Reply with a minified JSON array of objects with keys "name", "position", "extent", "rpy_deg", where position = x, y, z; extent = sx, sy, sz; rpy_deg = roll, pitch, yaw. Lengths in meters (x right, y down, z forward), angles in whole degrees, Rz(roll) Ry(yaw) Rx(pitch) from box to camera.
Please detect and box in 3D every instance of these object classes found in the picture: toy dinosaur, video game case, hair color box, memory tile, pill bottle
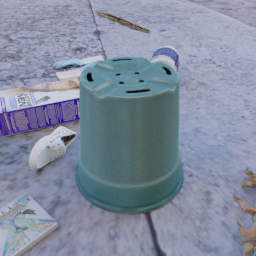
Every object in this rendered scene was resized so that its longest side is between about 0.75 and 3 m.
[{"name":"toy dinosaur","position":[3.458,1.159,6.486],"extent":[1.302,0.825,1.921],"rpy_deg":[21,44,18]},{"name":"video game case","position":[-2.335,2.036,5.701],"extent":[1.237,0.149,1.357],"rpy_deg":[28,43,34]},{"name":"toy dinosaur","position":[2.731,1.733,5.046],"extent":[1.422,0.901,2.098],"rpy_deg":[-11,6,19]},{"name":"hair color box","position":[-2.796,-0.761,9.182],"extent":[2.853,0.925,1.559],"rpy_deg":[-13,35,-21]},{"name":"memory tile","position":[-0.171,-3.879,10.313],"extent":[1.884,0.158,1.444],"rpy_deg":[10,19,-33]},{"name":"pill bottle","position":[1.510,-2.654,11.688],"extent":[1.227,1.227,2.212],"rpy_deg":[8,35,12]}]

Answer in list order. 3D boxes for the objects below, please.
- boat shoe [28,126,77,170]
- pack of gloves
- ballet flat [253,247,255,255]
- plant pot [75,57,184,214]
[{"name":"boat shoe","position":[-1.960,0.510,7.542],"extent":[0.613,0.626,1.768],"rpy_deg":[11,34,17]},{"name":"pack of gloves","position":[-2.094,-2.963,12.805],"extent":[2.576,0.508,2.164],"rpy_deg":[-14,37,-20]},{"name":"ballet flat","position":[2.973,2.805,4.063],"extent":[0.874,0.808,2.590],"rpy_deg":[-44,46,-13]},{"name":"plant pot","position":[0.039,0.002,6.439],"extent":[2.766,2.709,2.766],"rpy_deg":[0,35,0]}]
